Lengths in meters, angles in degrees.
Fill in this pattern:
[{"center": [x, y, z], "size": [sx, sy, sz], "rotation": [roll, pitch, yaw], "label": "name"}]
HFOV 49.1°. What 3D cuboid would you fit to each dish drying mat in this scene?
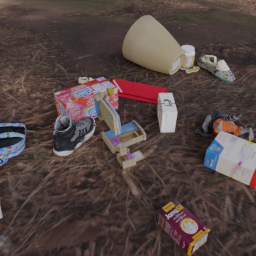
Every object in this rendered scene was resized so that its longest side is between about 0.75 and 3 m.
[{"center": [0.414, -1.740, 13.099], "size": [2.695, 0.245, 1.035], "rotation": [13, 53, 14], "label": "dish drying mat"}]

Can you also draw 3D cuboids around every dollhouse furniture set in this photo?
[{"center": [-0.075, -0.175, 9.689], "size": [1.393, 2.135, 2.015], "rotation": [-23, 44, -18], "label": "dollhouse furniture set"}]

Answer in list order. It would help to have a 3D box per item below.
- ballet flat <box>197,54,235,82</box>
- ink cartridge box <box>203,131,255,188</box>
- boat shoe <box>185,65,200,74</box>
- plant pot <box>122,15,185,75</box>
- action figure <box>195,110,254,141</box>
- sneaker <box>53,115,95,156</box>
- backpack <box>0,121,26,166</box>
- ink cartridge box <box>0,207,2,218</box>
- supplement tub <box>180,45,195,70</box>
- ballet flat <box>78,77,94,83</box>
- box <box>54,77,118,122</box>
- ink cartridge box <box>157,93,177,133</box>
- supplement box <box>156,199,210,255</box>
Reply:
[{"center": [4.599, -3.250, 14.650], "size": [0.892, 0.892, 2.480], "rotation": [-21, 44, -24], "label": "ballet flat"}, {"center": [3.864, 1.087, 9.331], "size": [2.262, 0.761, 1.314], "rotation": [24, 45, 27], "label": "ink cartridge box"}, {"center": [3.466, -3.169, 14.943], "size": [0.921, 0.351, 0.330], "rotation": [-22, 44, -25], "label": "boat shoe"}, {"center": [1.547, -4.050, 14.702], "size": [2.728, 2.554, 2.554], "rotation": [41, 52, 20], "label": "plant pot"}, {"center": [3.799, -0.162, 10.409], "size": [2.266, 1.185, 2.192], "rotation": [0, 13, -7], "label": "action figure"}, {"center": [-1.955, -0.042, 10.331], "size": [0.840, 1.267, 2.226], "rotation": [18, 42, 21], "label": "sneaker"}, {"center": [-4.368, 0.497, 9.754], "size": [1.704, 1.147, 1.556], "rotation": [-11, 40, -12], "label": "backpack"}, {"center": [-4.334, 2.386, 8.097], "size": [1.225, 0.307, 1.411], "rotation": [-18, 42, -22], "label": "ink cartridge box"}, {"center": [3.145, -3.786, 15.078], "size": [0.822, 1.136, 0.822], "rotation": [0, 39, 0], "label": "supplement tub"}, {"center": [-2.001, -2.362, 13.966], "size": [1.012, 0.363, 0.363], "rotation": [5, 39, 5], "label": "ballet flat"}, {"center": [-1.705, -1.116, 11.753], "size": [2.403, 1.147, 1.198], "rotation": [-25, 45, -28], "label": "box"}, {"center": [1.548, -0.624, 11.255], "size": [0.585, 1.012, 1.391], "rotation": [-1, 39, -1], "label": "ink cartridge box"}, {"center": [1.453, 2.644, 7.567], "size": [0.713, 0.553, 1.292], "rotation": [-26, 46, -29], "label": "supplement box"}]
